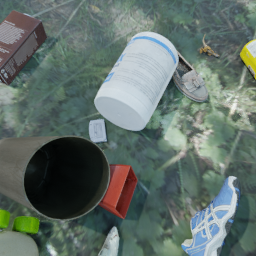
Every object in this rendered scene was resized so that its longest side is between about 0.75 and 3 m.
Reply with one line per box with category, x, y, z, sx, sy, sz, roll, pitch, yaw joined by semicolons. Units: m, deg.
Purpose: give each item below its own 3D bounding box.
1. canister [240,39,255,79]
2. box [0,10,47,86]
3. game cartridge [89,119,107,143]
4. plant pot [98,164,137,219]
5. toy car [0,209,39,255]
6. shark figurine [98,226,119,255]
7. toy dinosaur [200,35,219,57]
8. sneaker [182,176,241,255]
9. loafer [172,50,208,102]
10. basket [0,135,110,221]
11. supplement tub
canister;5.146;-1.992;9.498;1.755;1.023;2.363;-17;64;-8
box;-4.188;-2.892;9.989;1.275;0.954;2.546;24;68;11
game cartridge;-0.981;0.105;8.950;0.522;0.158;0.782;-5;64;-7
plant pot;-0.495;1.645;7.683;1.052;1.194;1.193;12;64;18
toy car;-3.636;3.238;6.899;2.371;1.871;1.948;-16;57;25
shark figurine;-0.898;3.396;6.921;0.811;1.944;1.162;-11;93;35
toy dinosaur;2.930;-2.964;10.415;0.578;0.329;1.088;-22;71;-34
sneaker;2.108;2.307;7.008;0.942;0.926;2.445;23;96;26
loafer;1.931;-1.854;9.591;0.802;0.702;2.232;-31;68;-14
basket;-2.260;1.065;7.031;2.736;2.467;1.861;2;81;39
supplement tub;0.323;-1.485;8.815;1.787;1.787;2.709;24;66;11
